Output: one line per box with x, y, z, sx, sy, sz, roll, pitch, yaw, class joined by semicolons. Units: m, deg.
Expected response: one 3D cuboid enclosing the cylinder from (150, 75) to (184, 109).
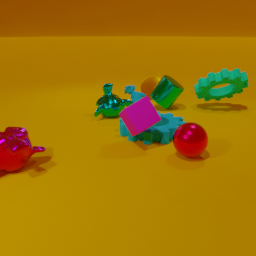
1.467;-1.360;10.554;0.930;0.930;0.930;30;25;-16;cylinder

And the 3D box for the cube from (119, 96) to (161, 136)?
0.295;-0.290;7.192;0.703;0.703;0.703;-31;0;-15;cube

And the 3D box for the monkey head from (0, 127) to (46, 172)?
-2.427;0.538;5.959;1.540;0.928;1.108;-27;34;-37;monkey head

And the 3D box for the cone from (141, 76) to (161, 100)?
1.087;-1.674;12.630;1.045;1.045;1.049;1;-7;3;cone

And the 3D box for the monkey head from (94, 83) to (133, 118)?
-0.581;-0.918;9.650;1.506;1.084;0.908;-17;45;-23;monkey head

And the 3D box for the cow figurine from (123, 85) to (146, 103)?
0.229;-1.235;10.833;0.876;0.489;0.890;18;52;-16;cow figurine

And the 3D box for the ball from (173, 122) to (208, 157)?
1.488;0.280;6.697;0.835;0.835;0.835;0;20;0;ball

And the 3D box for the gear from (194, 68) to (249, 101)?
3.462;-1.565;10.438;1.888;0.349;1.888;-4;-20;-2;gear

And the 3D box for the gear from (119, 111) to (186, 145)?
0.724;-0.054;8.386;1.952;0.361;1.952;0;20;0;gear
